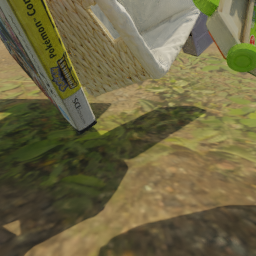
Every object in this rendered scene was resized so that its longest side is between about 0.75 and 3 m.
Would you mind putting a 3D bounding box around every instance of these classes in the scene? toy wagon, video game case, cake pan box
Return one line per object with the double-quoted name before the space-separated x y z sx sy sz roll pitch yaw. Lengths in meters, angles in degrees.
"toy wagon" 2.171 -1.795 4.780 2.905 0.575 2.254 26 60 -8
"video game case" -1.698 -1.564 4.036 0.374 2.651 2.934 -37 56 -15
"cake pan box" 2.405 -3.946 8.370 2.795 2.574 0.731 -43 40 -13

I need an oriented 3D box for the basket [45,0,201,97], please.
"basket" -0.275 -2.661 6.076 2.280 2.809 2.835 -12 38 46
